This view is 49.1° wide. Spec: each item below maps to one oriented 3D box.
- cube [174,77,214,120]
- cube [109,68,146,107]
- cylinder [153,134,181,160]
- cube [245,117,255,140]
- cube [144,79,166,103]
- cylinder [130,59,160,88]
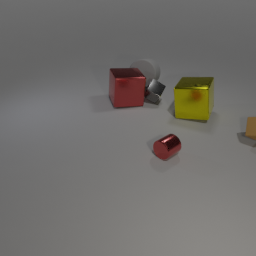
[{"bbox_3d":[2.828,-1.285,11.883,1.400,1.400,1.400,5,30,24],"label":"cube"},{"bbox_3d":[-0.072,-1.899,12.998,1.400,1.400,1.400,-4,30,-14],"label":"cube"},{"bbox_3d":[1.333,0.633,9.521,0.700,0.700,0.700,-25,39,-35],"label":"cylinder"},{"bbox_3d":[4.696,0.025,9.933,0.700,0.700,0.700,18,-11,-37],"label":"cube"},{"bbox_3d":[1.215,-1.705,12.991,0.700,0.700,0.700,31,63,-3],"label":"cube"},{"bbox_3d":[0.862,-2.816,14.305,1.400,1.400,1.400,8,17,14],"label":"cylinder"}]
